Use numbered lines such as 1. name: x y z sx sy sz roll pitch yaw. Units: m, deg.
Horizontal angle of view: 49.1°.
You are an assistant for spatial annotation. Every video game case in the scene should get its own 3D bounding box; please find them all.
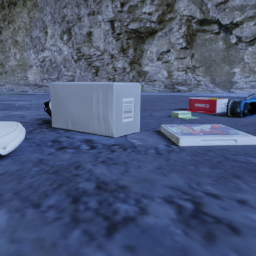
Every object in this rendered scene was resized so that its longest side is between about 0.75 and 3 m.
1. video game case: 1.947 0.143 7.276 1.827 0.230 2.005 -1 9 -6

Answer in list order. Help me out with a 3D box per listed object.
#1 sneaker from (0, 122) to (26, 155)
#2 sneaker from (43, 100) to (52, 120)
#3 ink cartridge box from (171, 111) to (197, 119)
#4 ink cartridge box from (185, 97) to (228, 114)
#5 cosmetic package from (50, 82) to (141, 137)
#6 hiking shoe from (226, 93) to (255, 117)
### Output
1. sneaker: -3.118 0.060 4.697 2.625 1.064 0.986 -5 22 -20
2. sneaker: -2.615 -0.546 9.451 0.302 0.854 0.417 -24 -9 36
3. ink cartridge box: 2.398 -0.552 11.775 0.727 0.239 0.999 -5 9 -32
4. ink cartridge box: 3.935 -1.164 14.148 1.440 0.688 1.640 -9 13 -42
5. cosmetic package: -1.046 -0.640 8.306 2.745 1.466 1.238 11 15 40
6. hiking shoe: 5.454 -0.878 12.121 2.582 0.961 1.120 -16 23 -29
